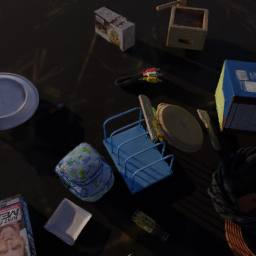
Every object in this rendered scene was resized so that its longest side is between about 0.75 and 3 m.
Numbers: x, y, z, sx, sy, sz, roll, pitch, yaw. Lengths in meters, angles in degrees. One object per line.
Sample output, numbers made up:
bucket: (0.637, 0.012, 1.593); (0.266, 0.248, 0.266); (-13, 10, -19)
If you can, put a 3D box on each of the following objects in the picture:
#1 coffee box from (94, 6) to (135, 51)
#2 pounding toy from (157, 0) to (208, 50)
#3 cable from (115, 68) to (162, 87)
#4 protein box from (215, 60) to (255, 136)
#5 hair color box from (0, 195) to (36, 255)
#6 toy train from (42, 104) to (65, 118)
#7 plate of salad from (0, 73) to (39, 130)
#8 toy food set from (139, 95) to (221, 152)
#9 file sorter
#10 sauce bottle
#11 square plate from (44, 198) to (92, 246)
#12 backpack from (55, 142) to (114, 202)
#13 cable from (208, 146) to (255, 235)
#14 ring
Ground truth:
coffee box: (-0.572, -4.208, 11.799); (0.726, 1.028, 1.819); (-37, 63, -24)
pounding toy: (2.236, -4.542, 11.982); (2.128, 1.108, 2.422); (9, 55, 6)
cable: (0.388, -1.978, 10.587); (1.779, 0.448, 0.864); (-3, 55, -2)
protein box: (4.140, -0.948, 8.975); (2.162, 1.459, 2.146); (7, 42, 4)
hair color box: (-2.989, 2.793, 7.157); (0.961, 0.581, 1.921); (-18, 57, -12)
toy train: (-2.606, -0.622, 9.790); (0.856, 0.196, 0.146); (-33, 61, -21)
plate of salad: (-4.420, -0.913, 9.756); (2.537, 0.609, 2.537); (6, 56, -9)
toy food set: (1.562, -0.005, 8.867); (2.777, 0.557, 1.917); (10, 50, -28)
file sorter: (0.270, 0.602, 8.302); (1.397, 1.235, 2.014); (-23, 58, -15)
sauce bottle: (0.595, 2.591, 7.446); (1.054, 0.341, 0.341); (28, 60, 20)
square plate: (-1.617, 2.539, 7.609); (0.941, 0.135, 0.950); (26, 59, 17)
backpack: (-1.181, 1.265, 7.929); (1.476, 1.084, 1.350); (40, 67, 20)
cable: (3.619, 1.604, 7.912); (2.327, 0.724, 2.852); (19, 57, 26)
ring: (3.687, 2.812, 7.380); (2.242, 0.215, 2.242); (0, 55, -1)
